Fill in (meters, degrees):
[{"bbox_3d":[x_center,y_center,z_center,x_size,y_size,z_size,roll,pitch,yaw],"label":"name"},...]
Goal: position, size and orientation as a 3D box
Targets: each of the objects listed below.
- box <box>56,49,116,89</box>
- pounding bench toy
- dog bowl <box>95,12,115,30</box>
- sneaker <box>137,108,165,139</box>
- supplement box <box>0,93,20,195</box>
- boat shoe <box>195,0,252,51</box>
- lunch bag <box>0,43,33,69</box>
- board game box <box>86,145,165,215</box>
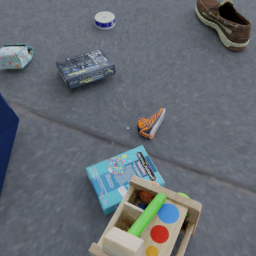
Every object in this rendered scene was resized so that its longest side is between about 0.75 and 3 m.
[{"bbox_3d":[-1.327,-1.866,8.721,1.569,0.400,1.237,-22,43,-15],"label":"box"},{"bbox_3d":[0.394,1.747,4.934,1.401,2.255,1.759,20,56,20],"label":"pounding bench toy"},{"bbox_3d":[-0.866,-4.057,10.563,0.761,0.300,0.761,0,53,0],"label":"dog bowl"},{"bbox_3d":[0.600,-0.225,7.633,0.587,0.406,1.047,24,57,16],"label":"sneaker"},{"bbox_3d":[-4.239,0.489,5.948,2.738,1.840,2.741,2,63,2],"label":"supplement box"},{"bbox_3d":[3.474,-4.116,10.090,1.114,1.116,3.018,-18,55,-13],"label":"boat shoe"},{"bbox_3d":[-3.648,-2.373,9.029,0.885,0.633,1.039,0,41,11],"label":"lunch bag"},{"bbox_3d":[-0.082,1.188,6.601,1.512,0.355,1.142,-20,56,-15],"label":"board game box"}]
